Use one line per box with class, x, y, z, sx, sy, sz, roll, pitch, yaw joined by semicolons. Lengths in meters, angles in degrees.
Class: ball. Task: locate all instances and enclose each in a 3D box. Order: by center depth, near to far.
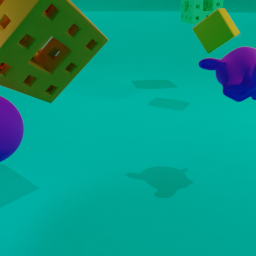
ball;-1.911;0.014;3.747;0.974;0.974;0.974;0;25;0

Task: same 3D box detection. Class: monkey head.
monkey head;2.098;-1.056;4.861;1.567;1.128;0.945;-7;68;-4

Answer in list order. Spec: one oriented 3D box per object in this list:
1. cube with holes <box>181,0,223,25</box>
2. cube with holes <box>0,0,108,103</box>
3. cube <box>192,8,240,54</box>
cube with holes;2.962;-4.988;11.351;1.262;1.262;1.262;-10;27;-9
cube with holes;-1.463;-1.468;4.089;1.390;1.390;1.390;50;12;22
cube;2.935;-3.229;9.312;1.001;1.001;1.001;-31;4;36
